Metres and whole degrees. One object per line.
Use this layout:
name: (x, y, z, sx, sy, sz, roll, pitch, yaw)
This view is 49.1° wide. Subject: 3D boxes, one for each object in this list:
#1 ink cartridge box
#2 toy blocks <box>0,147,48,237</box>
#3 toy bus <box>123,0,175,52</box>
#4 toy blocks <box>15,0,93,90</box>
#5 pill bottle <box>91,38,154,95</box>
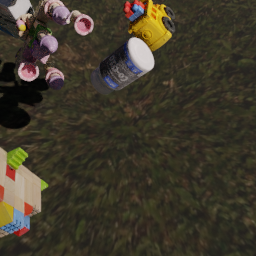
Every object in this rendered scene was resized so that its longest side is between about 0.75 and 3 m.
ink cartridge box: (-3.214, -3.196, 7.666, 1.185, 1.633, 0.684, 28, 76, 10)
toy blocks: (-2.274, 1.239, 5.051, 1.073, 2.147, 1.468, -25, 46, 7)
toy bus: (0.390, -2.398, 6.087, 1.120, 0.791, 1.166, 35, 45, -29)
toy blocks: (-2.173, -2.108, 6.646, 2.141, 2.291, 1.929, -56, 40, 18)
pill bottle: (-0.159, -1.251, 5.925, 0.739, 1.298, 0.739, 25, 52, -37)
